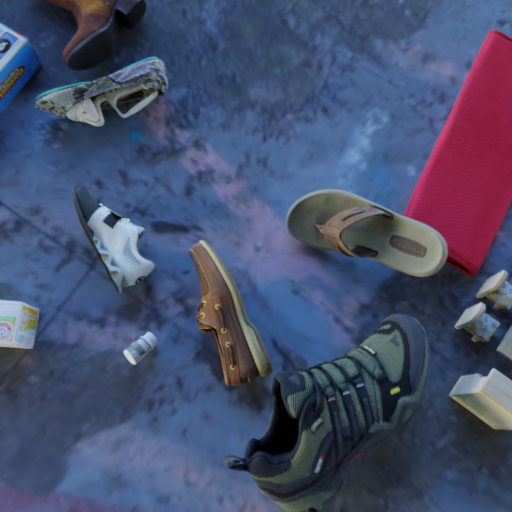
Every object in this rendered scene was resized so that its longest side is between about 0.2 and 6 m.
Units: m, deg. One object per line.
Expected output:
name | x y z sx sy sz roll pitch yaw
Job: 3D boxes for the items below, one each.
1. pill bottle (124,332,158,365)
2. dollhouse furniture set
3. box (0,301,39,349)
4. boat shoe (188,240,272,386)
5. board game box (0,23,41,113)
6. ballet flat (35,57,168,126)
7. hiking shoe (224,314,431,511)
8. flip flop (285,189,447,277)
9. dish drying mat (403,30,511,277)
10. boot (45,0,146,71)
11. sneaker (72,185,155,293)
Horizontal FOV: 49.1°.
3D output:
pill bottle | -1.859 1.491 9.070 0.289 0.289 0.511 44 60 10
dollhouse furniture set | 4.104 1.495 8.521 1.891 1.433 2.158 36 78 9
box | -4.316 1.082 8.997 1.337 0.752 0.678 4 76 0
boat shoe | -0.587 0.911 8.977 0.824 0.878 2.440 -24 79 -8
board game box | -5.864 -3.344 10.159 2.650 0.756 2.707 32 78 8
ballet flat | -2.704 -2.798 10.010 2.422 0.871 0.871 -20 76 -4
hiking shoe | 1.146 2.060 8.066 3.450 1.307 1.737 -51 120 -10
flip flop | 1.705 -0.348 9.026 2.671 0.769 1.083 22 106 21
dish drying mat | 3.986 -1.873 9.853 1.654 0.392 4.306 29 77 -4
boot | -3.532 -4.681 10.527 2.187 0.749 2.059 33 78 9
sneaker | -2.401 -0.415 9.467 0.883 0.739 1.994 -29 83 -17
